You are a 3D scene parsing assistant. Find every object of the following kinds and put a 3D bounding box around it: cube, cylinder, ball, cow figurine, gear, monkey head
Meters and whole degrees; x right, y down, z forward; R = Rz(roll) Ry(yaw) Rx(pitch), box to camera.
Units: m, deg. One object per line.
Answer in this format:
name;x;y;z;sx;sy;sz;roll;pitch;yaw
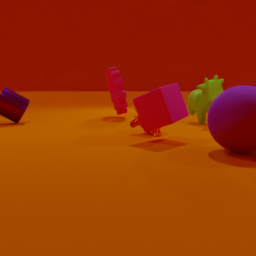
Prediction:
cube;0.779;-0.485;6.612;0.838;0.838;0.838;-19;3;41
cylinder;-4.101;-0.786;9.845;0.956;0.956;0.956;29;-3;-22
ball;2.211;-0.165;5.420;1.306;1.306;1.306;0;8;0
cow figurine;2.632;-1.057;9.614;0.953;1.709;1.737;-16;27;-10
gear;-0.478;-1.554;11.871;0.365;1.973;1.973;-15;11;-10
monkey head;0.514;-0.102;7.722;0.816;0.683;1.134;-33;22;2

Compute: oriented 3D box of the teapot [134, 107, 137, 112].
teapot;0.690;-0.951;12.535;0.777;0.612;1.250;13;18;-11
